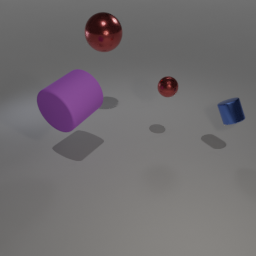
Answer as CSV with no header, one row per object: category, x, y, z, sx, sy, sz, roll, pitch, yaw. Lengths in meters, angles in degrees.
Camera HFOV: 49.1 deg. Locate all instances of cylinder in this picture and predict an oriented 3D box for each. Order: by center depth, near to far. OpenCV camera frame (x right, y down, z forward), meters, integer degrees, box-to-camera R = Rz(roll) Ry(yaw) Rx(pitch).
cylinder,-1.681,-0.814,8.262,1.400,1.400,1.400,17,43,28
cylinder,3.321,-0.538,9.013,0.700,0.700,0.700,-21,9,3

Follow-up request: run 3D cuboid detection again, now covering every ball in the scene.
ball,1.331,-1.371,9.339,0.700,0.700,0.700,0,29,0
ball,-0.899,-3.519,10.333,1.400,1.400,1.400,0,29,0
